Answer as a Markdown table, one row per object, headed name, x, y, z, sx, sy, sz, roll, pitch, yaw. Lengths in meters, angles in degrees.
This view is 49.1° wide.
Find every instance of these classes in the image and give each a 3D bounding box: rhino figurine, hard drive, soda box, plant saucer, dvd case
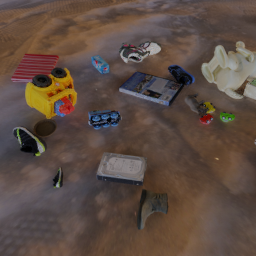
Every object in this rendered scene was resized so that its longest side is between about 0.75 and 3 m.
| name | x | y | z | sx | sy | sz | roll | pitch | yaw |
| --- | --- | --- | --- | --- | --- | --- | --- | --- | --- |
| rhino figurine | 3.040 | -1.006 | 12.404 | 0.652 | 0.446 | 1.491 | -22 | 45 | -5 |
| hard drive | -0.192 | 1.396 | 9.732 | 1.599 | 0.302 | 1.117 | 6 | 41 | 9 |
| soda box | -1.513 | -3.470 | 15.276 | 0.465 | 0.440 | 1.372 | -19 | 44 | -21 |
| plant saucer | -3.344 | 0.012 | 11.362 | 0.962 | 0.142 | 0.962 | -1 | 51 | 1 |
| dvd case | 1.172 | -1.989 | 13.715 | 2.691 | 0.236 | 1.919 | 19 | 43 | 21 |

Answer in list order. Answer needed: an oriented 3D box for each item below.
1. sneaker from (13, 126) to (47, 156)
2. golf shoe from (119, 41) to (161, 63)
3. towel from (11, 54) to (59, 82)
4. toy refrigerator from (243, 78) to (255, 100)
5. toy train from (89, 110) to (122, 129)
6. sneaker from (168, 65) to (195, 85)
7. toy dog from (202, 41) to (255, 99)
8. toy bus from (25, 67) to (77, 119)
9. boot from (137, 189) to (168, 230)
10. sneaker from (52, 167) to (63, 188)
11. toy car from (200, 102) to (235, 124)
| name | x | y | z | sx | sy | sz | roll | pitch | yaw |
| --- | --- | --- | --- | --- | --- | --- | --- | --- | --- |
| sneaker | -3.845 | 0.508 | 10.496 | 1.758 | 0.630 | 0.728 | 23 | 46 | 26 |
| golf shoe | 0.766 | -4.260 | 16.035 | 2.534 | 0.978 | 1.116 | -9 | 67 | -13 |
| towel | -4.945 | -3.256 | 15.145 | 1.952 | 0.303 | 2.699 | 2 | 42 | -1 |
| toy refrigerator | 6.510 | -1.579 | 12.864 | 2.045 | 0.715 | 0.776 | 31 | 50 | 32 |
| toy train | -0.977 | -0.419 | 11.638 | 1.382 | 0.599 | 0.789 | -10 | 36 | -12 |
| sneaker | 2.579 | -2.722 | 14.287 | 0.659 | 0.594 | 1.693 | -23 | 46 | -35 |
| toy dog | 5.521 | -2.889 | 13.511 | 2.793 | 1.949 | 2.708 | -14 | 62 | -18 |
| toy bus | -2.985 | -1.397 | 12.244 | 2.100 | 1.485 | 2.188 | 37 | 49 | 19 |
| boot | 0.776 | 2.446 | 8.420 | 0.897 | 0.465 | 1.373 | 11 | 43 | 4 |
| sneaker | -2.377 | 1.656 | 9.428 | 0.337 | 0.292 | 0.814 | -5 | 41 | -5 |
| toy car | 3.803 | -0.502 | 11.918 | 1.383 | 0.328 | 1.470 | 13 | 43 | 14 |
